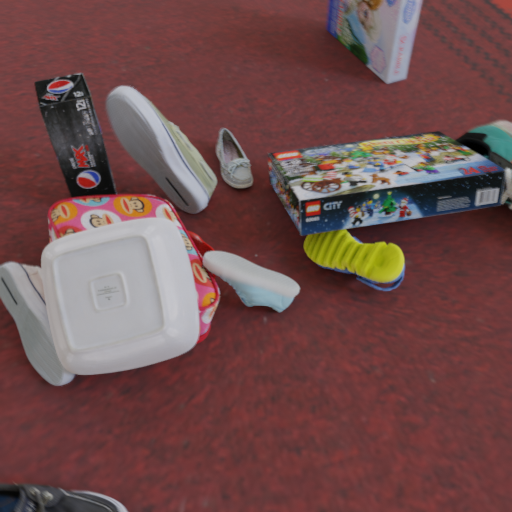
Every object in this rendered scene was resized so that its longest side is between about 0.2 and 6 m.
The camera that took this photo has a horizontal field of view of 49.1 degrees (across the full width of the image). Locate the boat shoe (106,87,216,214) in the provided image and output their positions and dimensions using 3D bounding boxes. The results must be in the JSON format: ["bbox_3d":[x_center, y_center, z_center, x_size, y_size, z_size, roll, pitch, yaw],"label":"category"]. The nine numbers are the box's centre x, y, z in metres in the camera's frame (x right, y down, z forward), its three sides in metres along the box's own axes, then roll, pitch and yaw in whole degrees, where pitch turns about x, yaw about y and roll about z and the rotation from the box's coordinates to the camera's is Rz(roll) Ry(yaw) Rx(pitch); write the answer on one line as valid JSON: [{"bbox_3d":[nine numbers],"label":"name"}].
[{"bbox_3d":[-1.673,-1.967,10.182,0.971,2.697,0.836,-2,45,36],"label":"boat shoe"}]

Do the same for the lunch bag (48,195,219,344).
[{"bbox_3d":[-1.850,0.183,8.996,2.529,1.176,2.872,-9,48,-27],"label":"lunch bag"}]

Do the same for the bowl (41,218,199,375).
[{"bbox_3d":[-1.929,0.530,7.751,2.107,0.786,2.104,-13,83,-1],"label":"bowl"}]

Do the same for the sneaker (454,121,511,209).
[{"bbox_3d":[4.957,-1.296,10.454,1.382,1.235,3.460,-18,44,-13],"label":"sneaker"}]

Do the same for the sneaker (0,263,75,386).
[{"bbox_3d":[-3.231,0.953,8.716,0.804,0.829,2.271,-6,53,-49],"label":"sneaker"}]

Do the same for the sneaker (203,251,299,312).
[{"bbox_3d":[-0.156,0.492,8.910,1.651,0.677,0.610,23,20,-13],"label":"sneaker"}]

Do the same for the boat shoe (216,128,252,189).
[{"bbox_3d":[-0.471,-1.970,11.426,0.572,0.497,1.551,-11,50,-10],"label":"boat shoe"}]

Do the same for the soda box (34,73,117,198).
[{"bbox_3d":[-3.182,-1.950,10.093,0.878,2.482,0.786,-15,51,-13],"label":"soda box"}]

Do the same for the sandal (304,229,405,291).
[{"bbox_3d":[1.682,0.071,9.520,2.093,0.911,0.832,30,84,43],"label":"sandal"}]

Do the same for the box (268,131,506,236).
[{"bbox_3d":[2.224,-1.446,10.327,3.607,0.680,2.463,-9,30,-8],"label":"box"}]

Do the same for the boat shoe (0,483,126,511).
[{"bbox_3d":[-2.814,3.142,6.813,2.433,0.806,0.851,6,49,5],"label":"boat shoe"}]

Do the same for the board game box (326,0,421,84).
[{"bbox_3d":[2.775,-6.232,13.462,0.617,2.997,2.990,-20,52,-15],"label":"board game box"}]
